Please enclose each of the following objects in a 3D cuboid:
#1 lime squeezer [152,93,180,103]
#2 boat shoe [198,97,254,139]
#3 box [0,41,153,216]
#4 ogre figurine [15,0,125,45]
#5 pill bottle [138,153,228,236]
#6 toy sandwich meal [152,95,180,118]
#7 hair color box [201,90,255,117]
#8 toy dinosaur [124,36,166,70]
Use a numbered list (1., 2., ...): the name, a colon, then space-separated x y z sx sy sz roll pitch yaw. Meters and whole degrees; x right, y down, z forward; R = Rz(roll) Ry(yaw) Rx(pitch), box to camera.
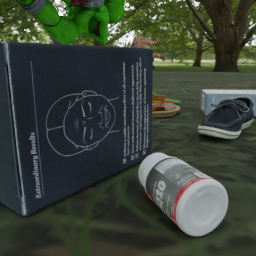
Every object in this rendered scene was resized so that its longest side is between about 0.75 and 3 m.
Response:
1. lime squeezer: 1.036 -1.351 13.230 2.760 0.521 0.975 10 -14 39
2. boat shoe: 2.818 -0.336 7.883 1.092 0.911 2.927 13 20 37
3. box: -1.015 -0.276 4.871 1.590 2.204 2.969 10 17 37
4. ogre figurine: -0.927 -2.719 5.886 1.364 1.667 2.780 22 54 20
5. pill bottle: 0.644 0.793 3.709 0.698 0.698 1.226 -6 14 -22
6. toy sandwich meal: 0.760 -0.997 10.583 2.540 0.870 2.540 0 14 0
7. hair color box: 4.242 -0.949 10.446 2.806 0.851 1.389 1 14 7
8. toy dinosaur: 0.441 -3.035 10.941 1.679 1.063 2.477 16 45 -17
